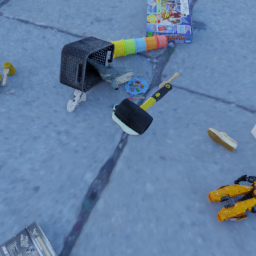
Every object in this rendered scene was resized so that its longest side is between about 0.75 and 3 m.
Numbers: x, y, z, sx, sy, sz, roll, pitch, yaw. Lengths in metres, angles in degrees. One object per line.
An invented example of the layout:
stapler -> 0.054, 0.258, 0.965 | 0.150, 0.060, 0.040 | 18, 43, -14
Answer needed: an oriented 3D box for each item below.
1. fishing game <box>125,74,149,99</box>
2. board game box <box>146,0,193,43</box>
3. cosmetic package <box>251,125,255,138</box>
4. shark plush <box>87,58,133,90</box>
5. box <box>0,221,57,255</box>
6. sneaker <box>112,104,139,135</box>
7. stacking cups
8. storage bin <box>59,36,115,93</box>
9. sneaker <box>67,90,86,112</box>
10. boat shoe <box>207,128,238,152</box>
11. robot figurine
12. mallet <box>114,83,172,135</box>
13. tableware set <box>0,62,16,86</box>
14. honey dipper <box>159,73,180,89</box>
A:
fishing game -> 0.316, -1.539, 10.128 | 0.875, 0.190, 1.222 | 0, 54, 5
board game box -> 1.767, -4.841, 12.219 | 1.925, 0.490, 2.844 | 4, 55, 2
cosmetic package -> 4.731, -0.166, 8.463 | 1.359, 1.364, 0.838 | -18, 55, -12
shark plush -> -0.620, -2.127, 10.066 | 1.818, 0.757, 0.826 | 37, 45, 25
box -> -2.381, 3.124, 6.830 | 1.032, 0.315, 1.303 | -33, 62, -21
sneaker -> -0.050, -0.281, 8.950 | 1.188, 0.701, 0.437 | 36, 61, 21
stacking cups -> 0.432, -3.327, 11.084 | 2.243, 0.679, 0.679 | -15, 57, -12
storage bin -> -1.358, -2.209, 9.546 | 0.937, 1.351, 1.999 | 23, 33, 15
sneaker -> -1.727, -0.929, 9.636 | 0.338, 0.517, 0.899 | 29, 95, 19
boat shoe -> 2.957, 0.313, 8.766 | 1.021, 0.376, 0.353 | 40, 61, 14
robot figurine -> 3.065, 1.916, 7.577 | 1.606, 0.467, 1.164 | -13, 56, -8
mallet -> 0.468, -0.717, 6.901 | 0.819, 0.511, 2.485 | 33, 37, 3
tableware set -> -5.677, -1.979, 10.340 | 2.889, 0.443, 1.946 | -6, 53, -3
honey dipper -> 1.297, -1.472, 8.776 | 0.262, 1.381, 0.262 | 2, 80, -11
